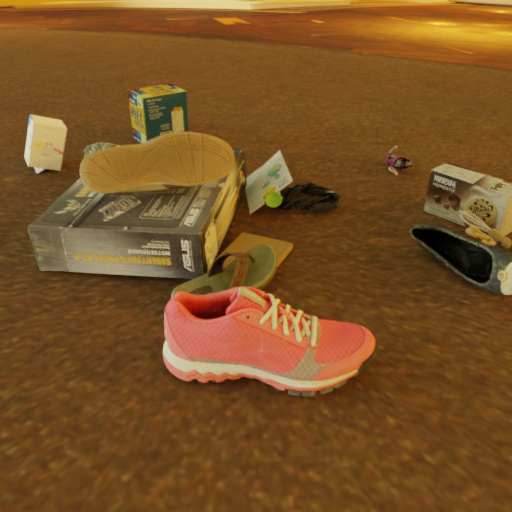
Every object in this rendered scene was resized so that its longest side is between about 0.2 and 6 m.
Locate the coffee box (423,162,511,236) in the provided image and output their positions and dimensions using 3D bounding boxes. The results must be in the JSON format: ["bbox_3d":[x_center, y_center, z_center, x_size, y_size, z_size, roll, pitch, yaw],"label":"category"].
[{"bbox_3d":[4.600,-1.206,11.937,0.724,1.025,1.813,-24,40,-35],"label":"coffee box"}]

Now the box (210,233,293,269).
[{"bbox_3d":[-0.073,0.015,10.778,1.138,0.148,1.393,13,34,21],"label":"box"}]

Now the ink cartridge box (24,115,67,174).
[{"bbox_3d":[-5.467,-2.839,14.486,0.820,1.310,0.842,4,26,-30],"label":"ink cartridge box"}]

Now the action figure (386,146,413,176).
[{"bbox_3d":[3.645,-2.425,14.634,0.637,0.708,0.950,36,3,-25],"label":"action figure"}]

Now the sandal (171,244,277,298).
[{"bbox_3d":[-0.476,0.329,9.674,2.143,0.612,0.851,-28,47,-31],"label":"sandal"}]

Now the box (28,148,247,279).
[{"bbox_3d":[-2.158,-1.079,11.643,3.276,1.000,4.137,2,31,9],"label":"box"}]

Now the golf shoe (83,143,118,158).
[{"bbox_3d":[-3.151,-2.376,14.265,2.356,0.922,1.145,10,15,5],"label":"golf shoe"}]

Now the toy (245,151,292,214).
[{"bbox_3d":[0.331,-1.609,12.900,1.181,0.484,2.051,-38,22,14],"label":"toy"}]

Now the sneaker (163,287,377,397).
[{"bbox_3d":[0.137,1.074,7.771,3.091,1.341,1.139,0,32,6],"label":"sneaker"}]

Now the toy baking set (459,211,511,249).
[{"bbox_3d":[4.629,-0.356,10.734,1.530,0.232,1.994,29,25,-4],"label":"toy baking set"}]

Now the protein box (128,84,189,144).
[{"bbox_3d":[-2.810,-4.093,16.272,1.417,1.428,0.963,-20,37,-29],"label":"protein box"}]

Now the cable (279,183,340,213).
[{"bbox_3d":[1.105,-1.370,12.823,1.538,0.391,1.255,-5,32,-8],"label":"cable"}]

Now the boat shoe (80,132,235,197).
[{"bbox_3d":[-1.866,-1.696,10.702,2.872,1.033,0.931,-13,2,-14],"label":"boat shoe"}]

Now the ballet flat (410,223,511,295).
[{"bbox_3d":[3.728,0.060,10.014,0.707,0.827,2.489,5,18,-30],"label":"ballet flat"}]
